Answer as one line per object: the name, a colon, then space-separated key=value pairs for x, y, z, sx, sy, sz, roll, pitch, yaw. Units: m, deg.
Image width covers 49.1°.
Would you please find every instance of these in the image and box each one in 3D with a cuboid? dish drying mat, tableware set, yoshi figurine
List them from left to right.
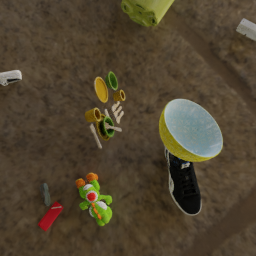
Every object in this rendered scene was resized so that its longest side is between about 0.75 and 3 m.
dish drying mat: x=-2.820 y=3.213 z=10.211 sx=0.393 sy=0.093 sz=1.022 roll=35 pitch=76 yaw=9
yoshi figurine: x=-1.152 y=2.650 z=10.110 sx=1.054 sy=1.058 sz=1.882 roll=-1 pitch=51 yaw=-42
tableware set: x=-0.682 y=-0.798 z=9.734 sx=0.452 sy=2.947 sz=1.985 roll=-12 pitch=112 yaw=23

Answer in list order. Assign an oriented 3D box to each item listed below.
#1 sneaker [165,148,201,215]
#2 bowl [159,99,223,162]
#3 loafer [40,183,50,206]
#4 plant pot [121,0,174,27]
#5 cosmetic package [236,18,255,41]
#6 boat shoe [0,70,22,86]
sneaker: x=1.949 y=1.663 z=9.886 sx=1.037 sy=1.588 sz=2.839 roll=-14 pitch=74 yaw=-2
bowl: x=1.771 y=0.260 z=8.862 sx=2.128 sy=1.145 sz=2.128 roll=16 pitch=50 yaw=-20
loafer: x=-3.084 y=2.488 z=10.362 sx=0.268 sy=0.306 sz=0.853 roll=-21 pitch=67 yaw=14
plant pot: x=1.018 y=-5.807 z=11.800 sx=2.694 sy=2.694 sz=2.477 roll=26 pitch=87 yaw=7
cosmetic package: x=5.321 y=-4.283 z=12.222 sx=1.018 sy=0.518 sz=0.377 roll=33 pitch=76 yaw=10
boat shoe: x=-5.071 y=-2.002 z=11.611 sx=1.309 sy=0.471 sz=0.448 roll=-15 pitch=73 yaw=-15
